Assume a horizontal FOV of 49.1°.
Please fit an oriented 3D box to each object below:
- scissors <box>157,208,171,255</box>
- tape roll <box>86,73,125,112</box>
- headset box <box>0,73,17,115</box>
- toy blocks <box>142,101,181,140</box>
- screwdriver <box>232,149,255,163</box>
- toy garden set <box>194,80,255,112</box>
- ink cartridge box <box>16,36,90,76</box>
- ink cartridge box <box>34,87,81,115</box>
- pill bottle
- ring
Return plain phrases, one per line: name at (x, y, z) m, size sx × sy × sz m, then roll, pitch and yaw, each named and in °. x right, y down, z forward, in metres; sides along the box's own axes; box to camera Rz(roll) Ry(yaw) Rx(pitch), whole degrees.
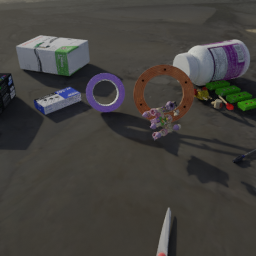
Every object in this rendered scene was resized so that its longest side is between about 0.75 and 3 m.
scissors at (0.505, 2.431, 4.988) m, size 0.940 × 0.179 × 2.570 m, roll -2°, pitch 35°, yaw 0°
tape roll at (-0.761, -1.185, 9.419) m, size 1.283 × 1.283 × 0.421 m, roll -4°, pitch 9°, yaw -6°
headset box at (-5.294, -1.171, 9.737) m, size 2.067 × 0.959 × 1.800 m, roll 2°, pitch 34°, yaw 3°
toy blocks at (0.874, -0.171, 7.716) m, size 0.778 × 0.864 × 0.924 m, roll -19°, pitch -1°, yaw -44°
screwdriver at (3.218, 0.743, 7.621) m, size 1.024 × 0.149 × 0.143 m, roll -16°, pitch 37°, yaw -29°
toy garden set at (3.467, -1.042, 10.092) m, size 1.701 × 0.407 × 2.041 m, roll -13°, pitch 36°, yaw -22°
ink cartridge box at (-3.424, -3.394, 12.942) m, size 2.672 × 1.127 × 1.952 m, roll 11°, pitch 35°, yaw 16°
ink cartridge box at (-2.506, -1.006, 10.052) m, size 1.515 × 0.335 × 0.712 m, roll -28°, pitch 43°, yaw -36°
pill bottle at (3.328, -2.597, 11.349) m, size 2.835 × 1.592 × 1.592 m, roll -14°, pitch 36°, yaw -20°
ring at (1.125, -1.076, 8.905) m, size 1.908 × 1.908 × 0.183 m, roll 4°, pitch -7°, yaw 7°
